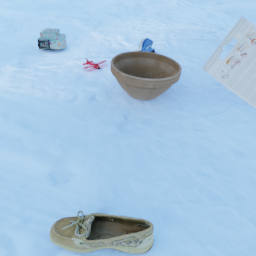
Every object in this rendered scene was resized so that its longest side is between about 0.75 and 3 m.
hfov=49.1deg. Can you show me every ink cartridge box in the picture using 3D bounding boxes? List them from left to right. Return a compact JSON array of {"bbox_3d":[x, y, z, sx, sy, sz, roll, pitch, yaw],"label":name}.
[{"bbox_3d":[3.944,-1.974,8.869,2.462,1.971,0.582,37,31,4],"label":"ink cartridge box"}]

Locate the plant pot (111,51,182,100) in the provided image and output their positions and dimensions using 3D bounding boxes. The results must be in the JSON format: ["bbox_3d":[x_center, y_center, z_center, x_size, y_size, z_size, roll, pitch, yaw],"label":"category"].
[{"bbox_3d":[0.608,-1.805,10.175,2.522,1.164,2.522,3,35,-2],"label":"plant pot"}]

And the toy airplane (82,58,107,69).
[{"bbox_3d":[-1.561,-2.774,12.217,1.219,0.224,1.219,0,39,0],"label":"toy airplane"}]

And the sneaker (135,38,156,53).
[{"bbox_3d":[0.854,-3.400,12.711,0.875,0.771,1.962,19,48,6],"label":"sneaker"}]

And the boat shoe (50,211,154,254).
[{"bbox_3d":[-0.554,2.083,5.815,2.190,0.686,0.803,1,39,1],"label":"boat shoe"}]

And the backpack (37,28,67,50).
[{"bbox_3d":[-3.604,-4.269,13.515,1.273,0.976,1.119,10,34,1],"label":"backpack"}]
